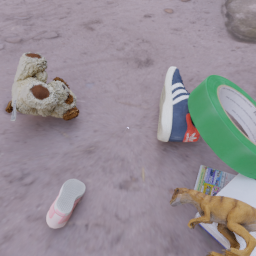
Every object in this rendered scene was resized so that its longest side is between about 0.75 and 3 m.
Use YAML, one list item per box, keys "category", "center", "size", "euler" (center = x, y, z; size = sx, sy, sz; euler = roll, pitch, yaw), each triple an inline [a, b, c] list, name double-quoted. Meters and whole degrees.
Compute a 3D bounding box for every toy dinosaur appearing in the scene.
- category: "toy dinosaur"
  center: [1.910, 1.539, 4.703]
  size: [2.624, 0.793, 1.394]
  euler: [9, 52, 22]

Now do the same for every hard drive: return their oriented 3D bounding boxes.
- category: "hard drive"
  center: [2.631, 1.991, 5.084]
  size: [1.560, 0.300, 2.364]
  euler: [-31, 54, -28]

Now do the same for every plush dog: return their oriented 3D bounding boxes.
- category: "plush dog"
  center: [-2.122, -0.776, 7.392]
  size: [1.690, 1.579, 1.968]
  euler: [14, 38, -40]

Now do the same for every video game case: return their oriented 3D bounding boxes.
- category: "video game case"
  center: [1.906, 1.302, 6.054]
  size: [0.879, 0.106, 0.965]
  euler: [16, 47, 16]

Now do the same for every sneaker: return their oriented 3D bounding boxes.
- category: "sneaker"
  center: [1.418, -0.618, 7.330]
  size: [1.104, 0.979, 2.613]
  euler: [9, 50, 2]
- category: "sneaker"
  center: [-1.258, 1.505, 5.563]
  size: [0.450, 0.625, 1.196]
  euler: [31, 20, -3]

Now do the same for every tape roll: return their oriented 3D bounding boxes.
- category: "tape roll"
  center: [2.452, -0.089, 6.266]
  size: [2.472, 0.594, 2.472]
  euler: [24, 42, -24]
